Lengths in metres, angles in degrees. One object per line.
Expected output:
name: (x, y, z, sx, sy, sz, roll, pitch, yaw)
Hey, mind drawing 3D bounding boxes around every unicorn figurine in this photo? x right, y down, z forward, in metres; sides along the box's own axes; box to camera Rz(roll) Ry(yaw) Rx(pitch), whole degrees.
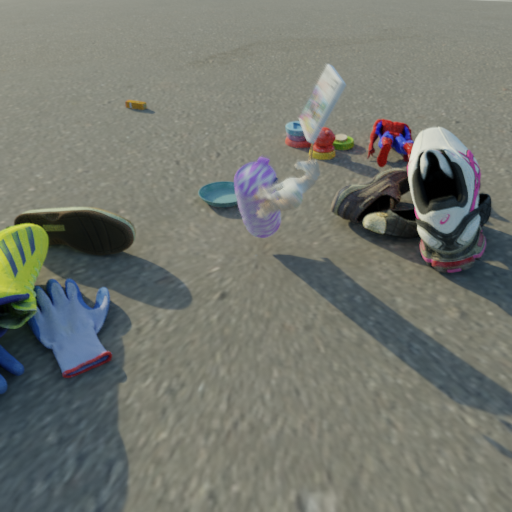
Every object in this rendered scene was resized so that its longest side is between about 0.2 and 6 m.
unicorn figurine: (0.474, -0.981, 8.174, 0.934, 0.502, 1.359, -15, 39, 18)

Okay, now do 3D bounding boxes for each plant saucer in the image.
plant saucer: (-0.668, -1.235, 11.474, 1.029, 0.185, 1.029, 0, 32, 0)

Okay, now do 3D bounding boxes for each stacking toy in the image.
stacking toy: (1.608, -3.065, 13.907, 1.470, 0.686, 1.623, -24, 40, -32)

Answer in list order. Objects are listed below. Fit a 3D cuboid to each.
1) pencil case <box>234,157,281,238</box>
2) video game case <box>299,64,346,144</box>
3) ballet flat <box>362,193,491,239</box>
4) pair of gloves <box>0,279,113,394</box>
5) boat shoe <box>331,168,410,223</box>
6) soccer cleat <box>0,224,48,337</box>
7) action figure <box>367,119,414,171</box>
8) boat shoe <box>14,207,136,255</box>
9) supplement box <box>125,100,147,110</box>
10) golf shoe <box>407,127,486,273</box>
pencil case: (0.052, -0.928, 9.320, 0.701, 1.670, 0.714, 14, 68, 10)
video game case: (0.892, -2.111, 7.735, 0.116, 0.888, 0.975, 21, 28, -16)
ballet flat: (3.110, -0.774, 10.257, 2.439, 0.693, 0.811, -6, 32, -10)
pair of gloves: (-3.261, 1.088, 7.676, 2.791, 0.318, 2.244, -19, 37, -26)
boat shoe: (2.388, -1.075, 10.850, 2.060, 0.767, 0.755, -24, 54, -27)
soccer cleat: (-3.533, 0.533, 7.800, 1.363, 1.054, 3.260, 10, 27, 3)
action figure: (3.206, -2.667, 13.227, 1.033, 0.816, 3.157, 10, 28, 6)
boat shoe: (-3.092, -0.572, 9.935, 2.266, 0.812, 0.863, 9, 21, 13)
supplement box: (-3.560, -4.471, 16.594, 0.618, 0.213, 0.206, 11, 34, 20)
golf shoe: (3.291, -1.409, 9.765, 1.246, 1.580, 3.432, -11, 42, 18)
